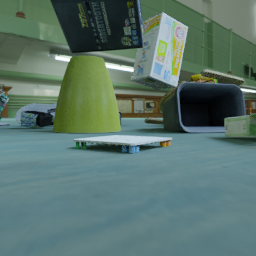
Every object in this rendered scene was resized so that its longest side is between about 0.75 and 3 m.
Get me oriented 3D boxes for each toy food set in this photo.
[{"bbox_3d":[1.906,-1.013,8.917,2.045,0.594,2.961,6,-31,-36],"label":"toy food set"}]

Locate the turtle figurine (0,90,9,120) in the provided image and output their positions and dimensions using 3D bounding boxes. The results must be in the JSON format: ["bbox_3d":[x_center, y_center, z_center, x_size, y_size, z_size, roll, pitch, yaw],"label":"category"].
[{"bbox_3d":[-5.168,-0.625,9.833,1.931,1.299,2.579,-13,21,-21],"label":"turtle figurine"}]

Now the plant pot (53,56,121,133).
[{"bbox_3d":[-1.139,-0.916,7.830,1.895,2.025,1.895,0,3,0],"label":"plant pot"}]

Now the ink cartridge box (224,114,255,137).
[{"bbox_3d":[2.744,-0.050,4.923,1.365,0.450,1.875,0,-1,-6],"label":"ink cartridge box"}]

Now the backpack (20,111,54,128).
[{"bbox_3d":[-3.283,-0.304,9.792,1.020,0.784,0.832,21,11,15],"label":"backpack"}]

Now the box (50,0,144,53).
[{"bbox_3d":[-0.849,-3.458,7.622,2.314,0.749,2.934,0,-36,9],"label":"box"}]

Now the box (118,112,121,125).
[{"bbox_3d":[-1.158,-0.391,11.630,1.205,0.621,2.066,1,2,19],"label":"box"}]

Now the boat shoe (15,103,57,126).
[{"bbox_3d":[-3.211,-0.519,11.734,2.863,1.001,0.948,-12,-29,6],"label":"boat shoe"}]

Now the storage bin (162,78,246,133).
[{"bbox_3d":[1.975,-0.539,7.920,2.076,1.511,1.395,-1,-7,-21],"label":"storage bin"}]

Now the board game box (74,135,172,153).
[{"bbox_3d":[-0.055,0.209,3.981,1.029,0.133,1.029,1,3,36],"label":"board game box"}]

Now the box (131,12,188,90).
[{"bbox_3d":[1.328,-3.150,11.834,1.523,2.707,1.372,14,-6,-33],"label":"box"}]

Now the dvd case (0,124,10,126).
[{"bbox_3d":[-5.385,-0.122,11.581,0.587,0.097,0.780,0,2,15],"label":"dvd case"}]
